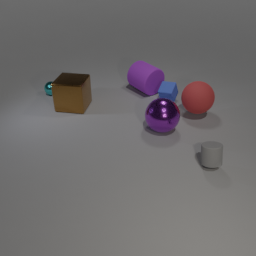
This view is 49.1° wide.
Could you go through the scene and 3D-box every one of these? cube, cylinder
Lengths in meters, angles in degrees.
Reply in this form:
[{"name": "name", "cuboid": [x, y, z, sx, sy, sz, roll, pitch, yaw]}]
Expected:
[{"name": "cube", "cuboid": [1.915, -1.719, 13.335, 0.700, 0.700, 0.700, 11, 61, 27]}, {"name": "cylinder", "cuboid": [0.908, -2.572, 14.353, 1.400, 1.400, 1.400, -23, 42, -32]}, {"name": "cylinder", "cuboid": [2.807, 0.882, 9.385, 0.700, 0.700, 0.700, -3, 18, 1]}, {"name": "cube", "cuboid": [-2.564, -1.629, 12.956, 1.400, 1.400, 1.400, 5, 33, 8]}]

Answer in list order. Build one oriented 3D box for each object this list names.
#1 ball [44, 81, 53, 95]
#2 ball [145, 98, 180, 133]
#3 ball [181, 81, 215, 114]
[{"name": "ball", "cuboid": [-3.896, -2.018, 14.230, 0.700, 0.700, 0.700, 0, 33, 0]}, {"name": "ball", "cuboid": [1.372, -0.502, 11.182, 1.400, 1.400, 1.400, 0, 33, 0]}, {"name": "ball", "cuboid": [3.002, -1.308, 12.044, 1.400, 1.400, 1.400, 0, 33, 0]}]
